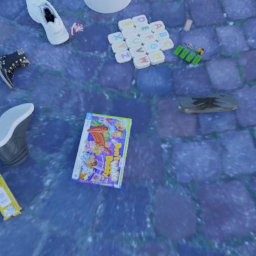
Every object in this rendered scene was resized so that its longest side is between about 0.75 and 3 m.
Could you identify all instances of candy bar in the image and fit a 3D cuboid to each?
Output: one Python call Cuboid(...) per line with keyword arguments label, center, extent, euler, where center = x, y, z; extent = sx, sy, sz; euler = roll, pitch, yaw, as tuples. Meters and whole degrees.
Cuboid(label="candy bar", center=(-4.367, 1.740, 9.122), extent=(0.676, 0.300, 2.712), euler=(-31, 88, -22))

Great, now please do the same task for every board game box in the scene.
Cuboid(label="board game box", center=(-0.860, 0.756, 9.829), extent=(1.636, 0.545, 2.434), euler=(8, 67, 3))

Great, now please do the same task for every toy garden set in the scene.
Cuboid(label="toy garden set", center=(2.587, -3.155, 11.736), extent=(1.070, 0.213, 0.892), euler=(33, 72, 14))

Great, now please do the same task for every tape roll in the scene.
Cuboid(label="tape roll", center=(-0.951, -6.549, 12.444), extent=(2.330, 1.600, 2.330), euler=(0, 66, 0))

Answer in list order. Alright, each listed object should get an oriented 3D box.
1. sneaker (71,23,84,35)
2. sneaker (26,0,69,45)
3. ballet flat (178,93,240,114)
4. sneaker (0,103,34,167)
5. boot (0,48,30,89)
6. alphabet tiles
Cuboid(label="sneaker", center=(-2.085, -4.075, 11.565), extent=(0.423, 0.268, 0.752), euler=(9, 51, -2))
Cuboid(label="sneaker", center=(-3.486, -4.921, 11.920), extent=(1.095, 1.280, 2.939), euler=(-34, 70, -13))
Cuboid(label="ballet flat", center=(3.027, -0.847, 10.603), extent=(2.371, 0.550, 0.799), euler=(-5, 49, -8))
Cuboid(label="sneaker", center=(-3.907, 0.249, 9.908), extent=(0.970, 1.361, 2.744), euler=(-6, 35, 10))
Cuboid(label="boot", center=(-4.541, -2.437, 11.221), extent=(1.228, 0.597, 1.631), euler=(-27, 63, -10))
Cuboid(label="alphabet tiles", center=(0.537, -3.738, 11.990), extent=(2.548, 0.190, 2.605), euler=(-17, 67, -7))
